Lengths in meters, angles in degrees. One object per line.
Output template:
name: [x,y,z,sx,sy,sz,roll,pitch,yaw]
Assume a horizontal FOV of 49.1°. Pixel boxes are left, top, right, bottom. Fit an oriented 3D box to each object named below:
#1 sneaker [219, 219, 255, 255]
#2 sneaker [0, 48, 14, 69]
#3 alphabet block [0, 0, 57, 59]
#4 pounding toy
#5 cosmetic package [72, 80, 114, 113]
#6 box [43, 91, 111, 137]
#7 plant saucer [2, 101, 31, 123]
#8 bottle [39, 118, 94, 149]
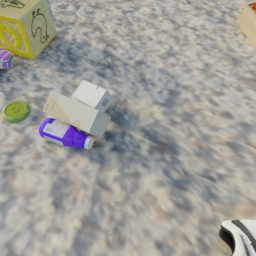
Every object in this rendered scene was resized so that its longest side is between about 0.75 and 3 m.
sneaker: [2.096,3.007,4.873,1.289,1.112,2.941,4,44,15]
sneaker: [-4.314,-2.042,8.995,0.892,0.567,1.565,21,55,12]
alphabet block: [-3.602,-3.537,9.529,1.562,1.554,1.591,15,54,14]
pounding toy: [5.152,-4.075,9.856,1.892,1.345,1.741,-15,53,2]
cosmetic package: [-0.978,-0.862,7.754,1.065,0.432,0.601,26,80,38]
box: [-1.296,-0.359,7.128,1.546,0.734,0.601,24,89,25]
plant saucer: [-3.230,-0.500,8.057,0.816,0.127,0.816,0,52,0]
bottle: [-1.593,0.179,7.312,1.421,0.464,0.593,18,52,13]
